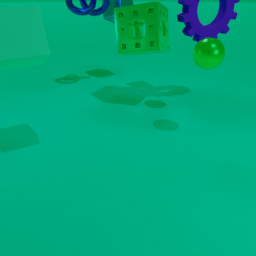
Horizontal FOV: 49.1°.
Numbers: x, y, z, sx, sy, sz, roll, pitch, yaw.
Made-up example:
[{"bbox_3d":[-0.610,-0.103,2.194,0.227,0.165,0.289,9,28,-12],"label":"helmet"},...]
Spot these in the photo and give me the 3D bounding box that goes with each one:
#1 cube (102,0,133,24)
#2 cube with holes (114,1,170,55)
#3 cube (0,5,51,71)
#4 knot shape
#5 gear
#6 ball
[{"bbox_3d":[-0.386,-4.752,11.080,0.901,0.901,0.901,-6,-2,37],"label":"cube"},{"bbox_3d":[0.485,-3.039,8.772,1.341,1.341,1.341,0,13,21],"label":"cube with holes"},{"bbox_3d":[-2.186,-1.736,5.502,0.952,0.952,0.952,-16,8,-25],"label":"cube"},{"bbox_3d":[-1.342,-4.606,9.991,1.477,1.578,0.729,21,2,-40],"label":"knot shape"},{"bbox_3d":[2.489,-3.695,8.635,2.030,2.030,0.375,-10,29,-20],"label":"gear"},{"bbox_3d":[1.887,-1.735,6.547,0.737,0.737,0.737,0,27,0],"label":"ball"}]
